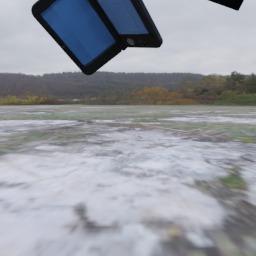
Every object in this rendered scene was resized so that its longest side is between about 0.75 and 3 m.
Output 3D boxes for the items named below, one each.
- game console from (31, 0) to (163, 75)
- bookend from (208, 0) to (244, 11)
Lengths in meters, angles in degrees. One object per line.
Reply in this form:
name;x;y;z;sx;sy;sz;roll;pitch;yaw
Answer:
game console;-0.598;-2.191;6.100;1.851;1.283;2.169;16;-21;41
bookend;2.640;-3.878;7.491;1.140;1.148;0.529;22;-26;7
